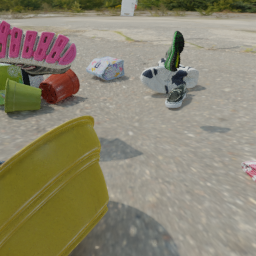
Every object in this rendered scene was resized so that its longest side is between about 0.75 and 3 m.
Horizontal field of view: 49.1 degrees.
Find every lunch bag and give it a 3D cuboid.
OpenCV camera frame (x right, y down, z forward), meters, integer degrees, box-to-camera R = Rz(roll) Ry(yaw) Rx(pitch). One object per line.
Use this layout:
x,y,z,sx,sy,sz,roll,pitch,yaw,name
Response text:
-1.120,-2.948,13.800,1.515,0.963,1.285,-28,37,-32,lunch bag

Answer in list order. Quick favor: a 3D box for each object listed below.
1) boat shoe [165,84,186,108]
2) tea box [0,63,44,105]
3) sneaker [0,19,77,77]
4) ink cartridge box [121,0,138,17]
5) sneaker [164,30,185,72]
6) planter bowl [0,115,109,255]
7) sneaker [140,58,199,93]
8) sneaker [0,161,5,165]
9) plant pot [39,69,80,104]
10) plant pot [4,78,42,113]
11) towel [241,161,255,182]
1.844,-1.274,10.783,0.615,0.605,1.705,10,28,19,boat shoe
-4.782,-2.080,11.339,2.265,1.538,2.302,-14,30,-24,tea box
-2.764,-1.933,7.138,2.941,1.085,1.286,9,-12,-7,sneaker
0.058,-4.779,10.748,0.546,1.002,0.252,10,9,15,ink cartridge box
1.305,-2.273,8.249,0.456,1.169,0.498,2,16,-42,sneaker
-1.183,1.286,4.211,1.237,2.969,2.969,45,39,7,planter bowl
1.489,-2.386,12.426,2.902,1.158,1.888,-14,28,-26,sneaker
-1.823,1.034,4.519,2.663,1.272,1.056,-4,24,42,sneaker
-2.734,-1.615,10.944,1.242,1.242,1.208,13,37,24,plant pot
-3.715,-1.094,10.006,1.163,1.225,1.225,4,24,-18,plant pot
4.105,1.313,5.773,2.130,0.435,2.910,-6,27,-13,towel
